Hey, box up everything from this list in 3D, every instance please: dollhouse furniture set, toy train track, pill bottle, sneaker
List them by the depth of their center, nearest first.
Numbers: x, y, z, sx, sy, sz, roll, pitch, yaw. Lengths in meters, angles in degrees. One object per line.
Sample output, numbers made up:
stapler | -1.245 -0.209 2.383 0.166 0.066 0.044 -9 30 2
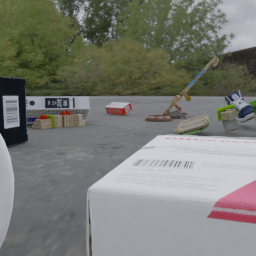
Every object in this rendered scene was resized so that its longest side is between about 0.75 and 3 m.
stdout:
pill bottle | -1.628 0.302 1.383 1.833 1.048 1.048 3 8 20
dollhouse furniture set | 2.084 0.023 6.343 1.952 0.753 0.975 -18 10 17
sneaker | 3.060 -0.607 7.573 0.512 0.793 1.461 -25 0 7
toy train track | 2.385 -1.408 10.405 0.462 2.837 1.627 43 18 9

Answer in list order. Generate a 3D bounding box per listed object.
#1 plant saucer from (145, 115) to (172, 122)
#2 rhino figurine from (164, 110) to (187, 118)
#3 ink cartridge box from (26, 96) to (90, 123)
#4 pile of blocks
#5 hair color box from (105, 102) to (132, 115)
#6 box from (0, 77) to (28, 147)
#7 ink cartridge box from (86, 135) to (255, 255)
plant saucer | 1.036 -0.343 9.469 0.934 0.171 0.934 0 6 0
rhino figurine | 1.777 -0.485 10.154 0.895 0.268 0.391 0 20 -14
ink cartridge box | -2.384 -0.524 8.267 2.393 0.469 1.190 -3 -15 -17
pile of blocks | -1.912 -0.260 7.798 1.462 0.454 0.600 -4 9 -32
hair color box | -0.402 -0.823 11.661 1.047 0.321 0.531 9 36 43
box | -2.860 -0.317 5.244 1.679 1.246 0.899 3 8 15
ink cartridge box | 0.553 0.462 1.766 1.105 0.643 1.517 2 9 17
